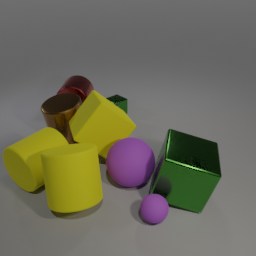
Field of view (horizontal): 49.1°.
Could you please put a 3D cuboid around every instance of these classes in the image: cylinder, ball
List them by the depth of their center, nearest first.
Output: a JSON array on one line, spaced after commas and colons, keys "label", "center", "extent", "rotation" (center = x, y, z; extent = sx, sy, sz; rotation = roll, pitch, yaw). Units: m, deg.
[{"label": "ball", "center": [0.649, 1.973, 6.871], "extent": [0.700, 0.700, 0.700], "rotation": [0, 30, 0]}, {"label": "cylinder", "center": [-1.410, 1.209, 7.127], "extent": [1.400, 1.400, 1.400], "rotation": [-6, 8, 1]}, {"label": "ball", "center": [0.077, 0.966, 7.991], "extent": [1.400, 1.400, 1.400], "rotation": [0, 30, 0]}, {"label": "cylinder", "center": [-2.588, 0.882, 8.109], "extent": [1.400, 1.400, 1.400], "rotation": [20, 35, 30]}, {"label": "cylinder", "center": [-2.216, -0.319, 10.005], "extent": [1.400, 1.400, 1.400], "rotation": [-7, 36, 5]}, {"label": "cylinder", "center": [-2.248, -1.368, 11.997], "extent": [1.400, 1.400, 1.400], "rotation": [2, 30, 3]}]

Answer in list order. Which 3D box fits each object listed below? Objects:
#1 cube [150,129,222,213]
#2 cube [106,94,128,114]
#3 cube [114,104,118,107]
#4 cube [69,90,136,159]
[{"label": "cube", "center": [1.494, 1.108, 7.418], "extent": [1.400, 1.400, 1.400], "rotation": [17, 34, 3]}, {"label": "cube", "center": [-0.499, -0.933, 11.955], "extent": [0.700, 0.700, 0.700], "rotation": [-26, 39, -37]}, {"label": "cube", "center": [-0.776, -0.486, 11.033], "extent": [0.700, 0.700, 0.700], "rotation": [1, 26, 33]}, {"label": "cube", "center": [-0.852, -0.108, 8.903], "extent": [1.400, 1.400, 1.400], "rotation": [34, 9, -28]}]
